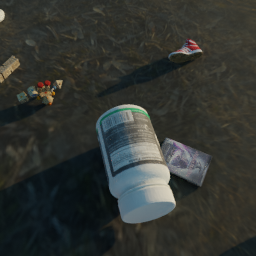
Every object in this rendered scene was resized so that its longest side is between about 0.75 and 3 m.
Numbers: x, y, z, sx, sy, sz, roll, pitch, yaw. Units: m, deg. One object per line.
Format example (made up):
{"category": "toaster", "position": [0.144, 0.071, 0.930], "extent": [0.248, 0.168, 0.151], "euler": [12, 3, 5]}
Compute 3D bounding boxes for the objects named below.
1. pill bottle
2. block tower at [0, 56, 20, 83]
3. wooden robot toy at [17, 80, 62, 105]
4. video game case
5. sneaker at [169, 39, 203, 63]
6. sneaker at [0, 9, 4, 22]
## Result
{"category": "pill bottle", "position": [0.145, 0.834, 6.810], "extent": [1.463, 1.463, 2.588], "euler": [-11, 56, -8]}
{"category": "block tower", "position": [-4.115, -2.004, 9.513], "extent": [0.301, 0.281, 1.042], "euler": [21, 58, 13]}
{"category": "wooden robot toy", "position": [-2.597, -0.999, 8.625], "extent": [1.449, 0.638, 0.657], "euler": [-22, 78, -23]}
{"category": "video game case", "position": [1.471, 0.902, 7.589], "extent": [1.374, 0.130, 0.982], "euler": [22, 58, 16]}
{"category": "sneaker", "position": [1.939, -2.746, 9.921], "extent": [1.281, 0.456, 0.720], "euler": [-11, 59, -16]}
{"category": "sneaker", "position": [-5.275, -4.390, 11.066], "extent": [0.439, 0.474, 1.169], "euler": [6, 54, 6]}
